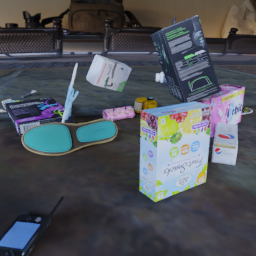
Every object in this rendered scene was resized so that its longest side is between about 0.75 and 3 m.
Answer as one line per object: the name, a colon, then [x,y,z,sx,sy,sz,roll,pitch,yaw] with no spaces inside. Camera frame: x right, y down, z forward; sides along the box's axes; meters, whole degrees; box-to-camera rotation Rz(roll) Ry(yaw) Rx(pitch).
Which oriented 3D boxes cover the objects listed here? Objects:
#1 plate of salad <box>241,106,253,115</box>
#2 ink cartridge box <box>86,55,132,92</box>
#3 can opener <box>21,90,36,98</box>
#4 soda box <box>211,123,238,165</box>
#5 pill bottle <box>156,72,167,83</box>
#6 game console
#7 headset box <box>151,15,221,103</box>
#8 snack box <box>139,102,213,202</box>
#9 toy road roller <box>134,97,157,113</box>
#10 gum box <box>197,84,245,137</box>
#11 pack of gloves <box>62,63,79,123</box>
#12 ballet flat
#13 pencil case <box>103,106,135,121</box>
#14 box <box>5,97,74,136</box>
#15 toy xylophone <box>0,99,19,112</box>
plate of salad: [4.917,-0.902,12.708,1.392,0.334,1.392,0,19,0]
ink cartridge box: [-0.735,-2.108,10.926,1.464,1.069,0.617,6,26,-44]
can opener: [-5.502,-1.863,15.586,0.251,0.317,0.953,11,30,34]
soda box: [2.959,0.418,8.513,0.658,0.615,1.932,7,21,19]
pill bottle: [2.660,-3.530,19.535,1.392,0.773,0.773,0,19,2]
game console: [-1.746,1.683,4.844,0.997,0.660,1.134,4,19,10]
headset box: [1.796,-2.310,9.327,1.200,2.588,2.253,-22,14,2]
snack box: [1.081,0.478,6.330,1.632,1.935,0.655,-13,23,-32]
toy road roller: [0.852,-0.966,12.499,1.027,0.631,0.750,-10,33,-27]
gum box: [3.375,-0.699,10.421,0.833,1.429,2.519,17,27,40]
pack of gloves: [-1.921,-0.981,9.753,0.386,1.958,1.645,13,-23,-17]
ballet flat: [-1.768,0.320,8.747,2.916,1.001,0.919,-5,-8,-22]
pencil case: [-0.376,-0.563,11.439,1.312,0.567,0.543,-12,-17,-32]
box: [-3.657,-0.577,11.337,2.058,0.520,2.879,-12,24,-29]
toy xylophone: [-5.120,-1.008,12.904,1.584,0.398,1.160,4,20,13]
